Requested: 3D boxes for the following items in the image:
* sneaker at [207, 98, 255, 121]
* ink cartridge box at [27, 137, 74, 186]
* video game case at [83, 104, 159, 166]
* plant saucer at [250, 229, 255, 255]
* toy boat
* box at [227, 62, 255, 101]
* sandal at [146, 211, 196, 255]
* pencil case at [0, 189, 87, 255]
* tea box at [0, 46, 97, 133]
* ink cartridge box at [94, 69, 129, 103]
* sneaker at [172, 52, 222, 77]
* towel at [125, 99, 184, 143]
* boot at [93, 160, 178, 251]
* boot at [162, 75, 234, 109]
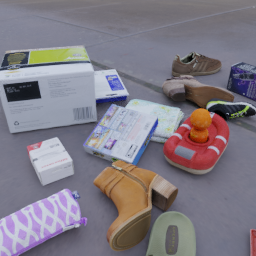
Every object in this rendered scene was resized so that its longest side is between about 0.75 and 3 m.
[{"bbox_3d":[3.671,-0.524,10.054,1.813,0.650,0.751,9,59,14],"label":"sneaker"},{"bbox_3d":[-2.166,0.899,7.798,0.928,0.524,1.264,-18,38,-25],"label":"ink cartridge box"},{"bbox_3d":[-0.182,0.197,8.500,1.646,0.413,1.816,18,56,23],"label":"video game case"},{"bbox_3d":[2.986,2.641,5.481,1.147,0.211,1.145,12,35,15],"label":"plant saucer"},{"bbox_3d":[2.055,0.128,8.064,1.505,1.507,2.306,20,39,28],"label":"toy boat"},{"bbox_3d":[4.980,-1.938,11.551,0.775,1.099,1.485,-24,39,-30],"label":"box"},{"bbox_3d":[0.752,2.595,4.956,1.192,0.857,3.003,3,34,4],"label":"sandal"},{"bbox_3d":[-1.965,2.091,5.738,2.187,0.918,0.935,-22,57,-27],"label":"pencil case"},{"bbox_3d":[-2.823,-1.558,10.142,2.984,1.994,2.936,-7,34,-11],"label":"tea box"},{"bbox_3d":[-0.893,-1.670,11.660,1.365,0.538,2.745,-7,33,-11],"label":"ink cartridge box"},{"bbox_3d":[3.386,-3.122,13.364,2.754,1.040,0.970,-15,36,-20],"label":"sneaker"},{"bbox_3d":[0.734,-0.288,9.607,2.098,0.505,1.796,12,35,17],"label":"towel"},{"bbox_3d":[-0.162,1.631,6.467,1.817,0.866,2.349,24,29,30],"label":"boot"},{"bbox_3d":[2.702,-1.595,11.262,2.631,0.924,1.924,6,29,1],"label":"boot"}]
